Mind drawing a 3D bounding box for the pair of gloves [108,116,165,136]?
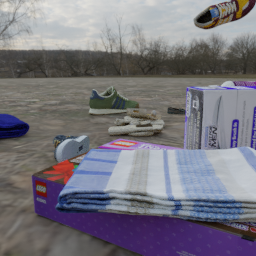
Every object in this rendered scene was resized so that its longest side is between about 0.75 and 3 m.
[{"bbox_3d":[0.290,-0.104,8.125,1.532,0.316,1.802,2,12,8],"label":"pair of gloves"}]

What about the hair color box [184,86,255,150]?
[{"bbox_3d":[2.374,0.031,4.778,2.698,1.475,0.874,-1,13,-8],"label":"hair color box"}]

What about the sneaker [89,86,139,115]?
[{"bbox_3d":[-0.493,-1.140,11.145,2.300,1.032,0.771,-8,15,-34],"label":"sneaker"}]

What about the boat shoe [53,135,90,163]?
[{"bbox_3d":[-1.253,0.417,5.451,0.634,0.494,1.397,2,5,10],"label":"boat shoe"}]

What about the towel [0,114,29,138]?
[{"bbox_3d":[-3.652,-0.053,7.721,1.394,0.468,1.888,0,10,-34],"label":"towel"}]

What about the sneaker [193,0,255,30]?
[{"bbox_3d":[2.647,-3.192,7.747,1.674,0.627,0.754,-18,3,36],"label":"sneaker"}]

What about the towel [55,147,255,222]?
[{"bbox_3d":[0.482,0.471,2.969,2.132,0.254,1.566,0,13,5],"label":"towel"}]

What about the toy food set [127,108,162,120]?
[{"bbox_3d":[0.519,-0.472,8.884,0.736,0.310,1.026,6,-5,34],"label":"toy food set"}]

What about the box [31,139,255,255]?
[{"bbox_3d":[0.543,0.772,3.482,2.864,0.560,1.960,7,14,31],"label":"box"}]

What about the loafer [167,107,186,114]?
[{"bbox_3d":[1.943,-0.688,10.900,0.825,0.260,0.297,2,12,7],"label":"loafer"}]

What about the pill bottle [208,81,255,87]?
[{"bbox_3d":[4.032,-1.030,10.024,2.323,1.304,1.304,1,12,0],"label":"pill bottle"}]
